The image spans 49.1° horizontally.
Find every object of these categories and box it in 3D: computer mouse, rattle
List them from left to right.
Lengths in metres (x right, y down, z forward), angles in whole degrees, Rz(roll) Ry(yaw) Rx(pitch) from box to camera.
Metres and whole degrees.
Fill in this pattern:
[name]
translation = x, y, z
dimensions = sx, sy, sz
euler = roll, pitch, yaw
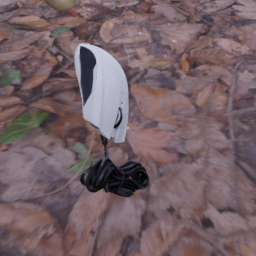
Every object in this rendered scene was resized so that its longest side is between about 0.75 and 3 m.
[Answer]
[rattle]
translation = -0.991, -2.280, 4.323
dimensions = 1.079, 0.983, 1.510
euler = 30, 23, 18
[computer mouse]
translation = -0.242, -0.271, 3.859
dimensions = 0.528, 1.320, 2.406
euler = -23, 64, 23
